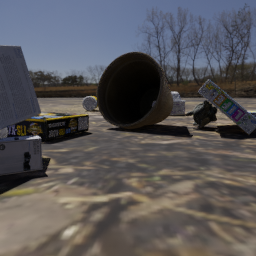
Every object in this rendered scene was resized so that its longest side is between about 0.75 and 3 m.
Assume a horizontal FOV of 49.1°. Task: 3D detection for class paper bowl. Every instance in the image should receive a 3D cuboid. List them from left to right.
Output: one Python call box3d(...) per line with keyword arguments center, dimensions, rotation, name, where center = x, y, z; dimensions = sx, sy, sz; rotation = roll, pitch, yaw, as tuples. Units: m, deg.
box3d(center=(1.713, -1.193, 13.434), dimensions=(2.046, 1.064, 2.046), rotation=(-1, 8, 0), name="paper bowl")

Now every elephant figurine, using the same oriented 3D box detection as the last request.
box3d(center=(2.128, -0.413, 8.259), dimensions=(0.789, 0.865, 1.115), rotation=(9, 10, 34), name="elephant figurine")

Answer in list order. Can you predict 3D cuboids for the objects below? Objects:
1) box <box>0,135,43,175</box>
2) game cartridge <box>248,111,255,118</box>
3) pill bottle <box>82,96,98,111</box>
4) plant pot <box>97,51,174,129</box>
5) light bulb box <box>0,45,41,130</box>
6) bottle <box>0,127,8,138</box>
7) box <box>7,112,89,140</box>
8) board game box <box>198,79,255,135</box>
box3d(center=(-1.582, 0.367, 3.760), dimensions=(0.802, 0.468, 0.241), rotation=(-3, 8, -31), name="box")
box3d(center=(5.302, -0.583, 11.858), dimensions=(1.433, 0.290, 0.955), rotation=(2, 11, 17), name="game cartridge")
box3d(center=(-2.099, -1.418, 16.050), dimensions=(0.812, 0.812, 1.440), rotation=(0, 7, 1), name="pill bottle")
box3d(center=(0.462, -0.931, 8.675), dimensions=(2.212, 2.212, 1.920), rotation=(5, -9, 33), name="plant pot")
box3d(center=(-2.789, -0.391, 4.146), dimensions=(2.011, 1.266, 2.029), rotation=(-12, 11, 16), name="light bulb box")
box3d(center=(-3.209, 0.032, 5.907), dimensions=(1.734, 0.566, 0.724), rotation=(5, 9, 35), name="bottle")
box3d(center=(-2.361, -0.107, 7.227), dimensions=(2.127, 0.525, 1.699), rotation=(4, 10, 26), name="box")
box3d(center=(2.846, -0.684, 8.193), dimensions=(1.683, 0.429, 2.504), rotation=(42, 16, 7), name="board game box")
